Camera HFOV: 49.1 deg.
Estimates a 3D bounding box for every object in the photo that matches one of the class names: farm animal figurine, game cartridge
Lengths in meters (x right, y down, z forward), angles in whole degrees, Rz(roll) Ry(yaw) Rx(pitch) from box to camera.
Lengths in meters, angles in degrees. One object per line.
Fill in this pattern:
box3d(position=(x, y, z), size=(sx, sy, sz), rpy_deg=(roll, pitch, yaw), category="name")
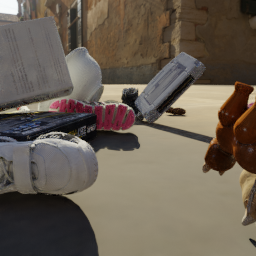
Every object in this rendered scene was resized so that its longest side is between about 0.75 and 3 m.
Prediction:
box3d(position=(1.938, 0.517, 2.838), size=(2.228, 1.388, 2.759), rpy_deg=(30, 23, 32), category="farm animal figurine")
box3d(position=(1.355, -1.468, 9.817), size=(0.524, 2.564, 1.707), rpy_deg=(37, 14, -31), category="game cartridge")

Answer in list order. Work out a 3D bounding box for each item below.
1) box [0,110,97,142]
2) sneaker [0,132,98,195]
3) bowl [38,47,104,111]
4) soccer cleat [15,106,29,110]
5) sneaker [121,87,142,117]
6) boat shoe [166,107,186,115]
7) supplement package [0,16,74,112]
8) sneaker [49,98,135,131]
box3d(position=(-2.283, 0.110, 6.108), size=(2.352, 0.717, 2.918), rpy_deg=(5, 12, 14), category="box")
box3d(position=(-1.546, 0.569, 3.454), size=(2.261, 0.849, 1.299), rpy_deg=(0, 10, 30), category="sneaker")
box3d(position=(-1.655, -1.178, 9.371), size=(1.233, 2.744, 2.744), rpy_deg=(33, 15, 3), category="bowl")
box3d(position=(-3.158, -0.292, 8.697), size=(0.786, 0.633, 1.844), rpy_deg=(6, 12, -15), category="soccer cleat")
box3d(position=(0.270, -1.074, 11.259), size=(0.741, 1.117, 1.963), rpy_deg=(4, 12, 21), category="sneaker")
box3d(position=(1.939, -0.663, 11.477), size=(0.862, 0.310, 0.291), rpy_deg=(11, 46, 13), category="boat shoe")
box3d(position=(-2.829, -1.261, 6.419), size=(2.779, 1.624, 1.630), rpy_deg=(-16, 5, -13), category="supplement package")
box3d(position=(-0.978, -0.357, 8.121), size=(2.602, 0.960, 1.138), rpy_deg=(2, 5, 13), category="sneaker")
